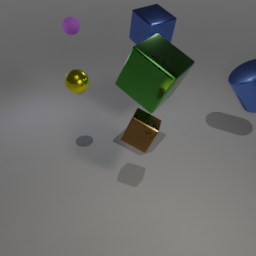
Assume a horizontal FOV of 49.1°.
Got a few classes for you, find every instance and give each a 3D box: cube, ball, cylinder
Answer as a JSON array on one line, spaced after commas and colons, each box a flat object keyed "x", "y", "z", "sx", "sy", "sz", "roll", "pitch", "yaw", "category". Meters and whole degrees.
[{"x": 0.333, "y": 0.051, "z": 6.894, "sx": 0.700, "sy": 0.700, "sz": 0.700, "roll": 29, "pitch": 26, "yaw": 0, "category": "cube"}, {"x": -2.298, "y": -4.121, "z": 11.307, "sx": 0.700, "sy": 0.700, "sz": 0.700, "roll": 0, "pitch": 32, "yaw": 0, "category": "ball"}, {"x": 4.541, "y": -1.506, "z": 10.039, "sx": 1.400, "sy": 1.400, "sz": 1.400, "roll": -32, "pitch": 26, "yaw": 17, "category": "cylinder"}, {"x": 0.754, "y": -1.562, "z": 7.975, "sx": 1.400, "sy": 1.400, "sz": 1.400, "roll": 40, "pitch": 45, "yaw": 7, "category": "cube"}, {"x": 1.058, "y": -4.396, "z": 12.381, "sx": 1.400, "sy": 1.400, "sz": 1.400, "roll": -25, "pitch": 58, "yaw": -25, "category": "cube"}, {"x": -1.448, "y": -1.319, "z": 7.980, "sx": 0.700, "sy": 0.700, "sz": 0.700, "roll": 0, "pitch": 32, "yaw": 0, "category": "ball"}]
